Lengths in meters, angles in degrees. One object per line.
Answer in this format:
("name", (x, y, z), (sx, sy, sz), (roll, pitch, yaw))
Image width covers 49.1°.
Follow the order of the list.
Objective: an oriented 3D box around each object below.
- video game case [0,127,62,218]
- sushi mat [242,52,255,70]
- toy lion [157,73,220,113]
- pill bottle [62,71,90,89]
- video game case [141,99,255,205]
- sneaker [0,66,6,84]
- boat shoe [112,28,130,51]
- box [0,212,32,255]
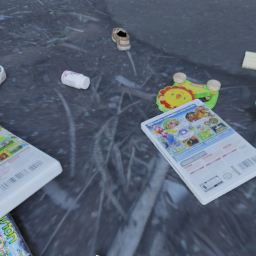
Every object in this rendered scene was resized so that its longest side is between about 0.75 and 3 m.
("video game case", (-3.141, 1.085, 5.330), (2.586, 0.325, 2.842), (21, 45, 37))
("sushi mat", (5.153, -2.110, 9.415), (2.421, 0.147, 1.158), (15, 42, 17))
("toy lion", (1.634, -0.828, 7.758), (1.559, 0.535, 1.494), (15, 51, 16))
("pill bottle", (-1.569, -1.440, 8.430), (0.760, 0.431, 0.431), (18, 44, 19))
("video game case", (1.641, 0.362, 6.346), (1.742, 0.219, 2.433), (-24, 49, -16))
("sneaker", (-4.076, -1.455, 8.444), (0.446, 0.432, 1.220), (0, 41, 0))
("boat shoe", (-0.246, -3.532, 10.699), (0.603, 0.571, 1.591), (-12, 43, -13))
("box", (-2.257, 1.963, 4.662), (0.933, 0.294, 1.695), (-28, 48, -28))
